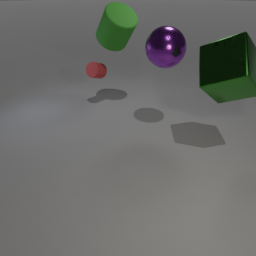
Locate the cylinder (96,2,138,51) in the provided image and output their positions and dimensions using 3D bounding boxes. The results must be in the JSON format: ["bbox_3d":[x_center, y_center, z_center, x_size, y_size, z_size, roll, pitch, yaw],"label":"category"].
[{"bbox_3d":[-0.481,-4.164,11.580,1.400,1.400,1.400,10,60,-19],"label":"cylinder"}]

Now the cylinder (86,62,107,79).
[{"bbox_3d":[-1.434,-2.614,12.705,0.700,0.700,0.700,17,13,28],"label":"cylinder"}]

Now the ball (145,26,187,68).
[{"bbox_3d":[1.290,-2.753,9.579,1.400,1.400,1.400,0,28,0],"label":"ball"}]

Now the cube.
[{"bbox_3d":[3.059,-1.713,8.331,1.400,1.400,1.400,-9,-22,39],"label":"cube"}]
